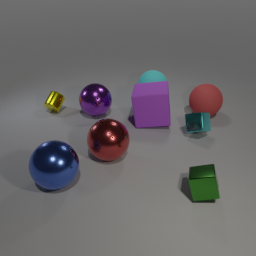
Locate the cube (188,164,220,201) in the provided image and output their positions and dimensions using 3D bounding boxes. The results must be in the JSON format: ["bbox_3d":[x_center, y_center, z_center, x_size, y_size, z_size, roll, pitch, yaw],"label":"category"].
[{"bbox_3d":[2.078,1.482,7.662,0.700,0.700,0.700,-10,18,18],"label":"cube"}]

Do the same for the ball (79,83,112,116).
[{"bbox_3d":[-1.381,-1.200,11.933,1.400,1.400,1.400,0,30,0],"label":"ball"}]

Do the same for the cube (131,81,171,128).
[{"bbox_3d":[0.972,-0.966,11.350,1.400,1.400,1.400,-4,29,10],"label":"cube"}]

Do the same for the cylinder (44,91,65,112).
[{"bbox_3d":[-3.233,-1.160,12.339,0.700,0.700,0.700,13,67,22],"label":"cylinder"}]

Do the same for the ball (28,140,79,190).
[{"bbox_3d":[-2.102,1.050,8.003,1.400,1.400,1.400,0,30,0],"label":"ball"}]

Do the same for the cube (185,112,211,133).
[{"bbox_3d":[2.630,-0.204,10.517,0.700,0.700,0.700,-6,-4,40],"label":"cube"}]

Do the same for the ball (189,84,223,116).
[{"bbox_3d":[3.304,-1.180,11.910,1.400,1.400,1.400,0,30,0],"label":"ball"}]

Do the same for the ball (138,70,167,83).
[{"bbox_3d":[1.153,-1.981,13.098,1.400,1.400,1.400,0,30,0],"label":"ball"}]

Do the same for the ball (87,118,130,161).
[{"bbox_3d":[-0.645,0.385,9.201,1.400,1.400,1.400,0,30,0],"label":"ball"}]
